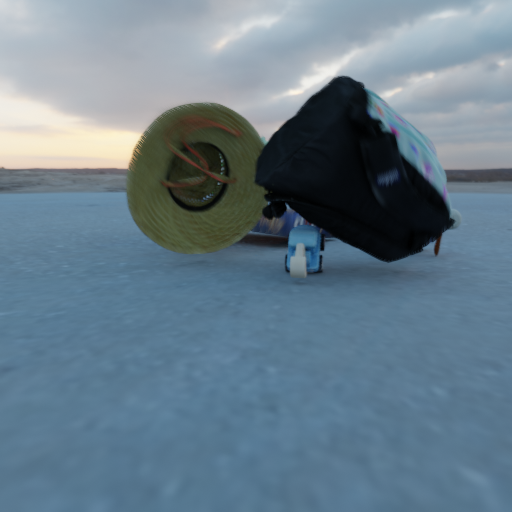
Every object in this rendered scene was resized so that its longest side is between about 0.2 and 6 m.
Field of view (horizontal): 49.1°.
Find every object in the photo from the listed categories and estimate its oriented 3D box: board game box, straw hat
[{"bbox_3d":[0.102,-0.959,14.128,3.403,0.589,2.305,11,8,35],"label":"board game box"},{"bbox_3d":[-1.151,-1.599,10.683,2.933,2.933,1.241,-3,29,-18],"label":"straw hat"}]

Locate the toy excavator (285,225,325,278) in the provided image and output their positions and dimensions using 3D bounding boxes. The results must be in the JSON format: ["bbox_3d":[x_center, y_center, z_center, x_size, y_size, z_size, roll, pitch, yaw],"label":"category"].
[{"bbox_3d":[0.734,-0.064,9.062,0.641,1.249,1.284,2,-25,12],"label":"toy excavator"}]

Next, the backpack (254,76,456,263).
[{"bbox_3d":[1.840,-1.315,9.192,3.095,1.959,2.583,30,-40,-25],"label":"backpack"}]

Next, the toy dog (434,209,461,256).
[{"bbox_3d":[3.303,-0.500,11.558,1.257,0.918,1.905,39,-17,10],"label":"toy dog"}]

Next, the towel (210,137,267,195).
[{"bbox_3d":[-0.748,-1.965,12.339,1.814,0.278,2.378,-8,31,14],"label":"towel"}]
